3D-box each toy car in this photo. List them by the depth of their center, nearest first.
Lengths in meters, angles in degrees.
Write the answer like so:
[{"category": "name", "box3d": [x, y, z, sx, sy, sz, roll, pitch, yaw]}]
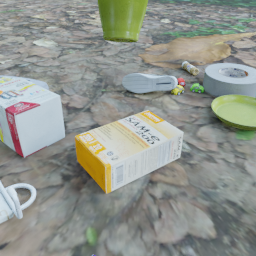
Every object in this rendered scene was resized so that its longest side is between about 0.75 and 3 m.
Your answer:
[{"category": "toy car", "box3d": [2.385, -1.642, 11.037, 1.244, 0.295, 1.321, 9, 34, 14]}]

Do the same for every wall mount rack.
[{"category": "wall mount rack", "box3d": [-3.376, 1.341, 5.710, 2.625, 0.979, 2.281, -24, 39, -34]}]

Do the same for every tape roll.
[{"category": "tape roll", "box3d": [4.064, -1.851, 10.982, 2.148, 0.710, 2.148, 0, 33, 0]}]

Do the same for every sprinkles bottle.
[{"category": "sprinkles bottle", "box3d": [2.807, -2.680, 12.630, 0.341, 0.341, 1.001, -11, 34, -17]}]

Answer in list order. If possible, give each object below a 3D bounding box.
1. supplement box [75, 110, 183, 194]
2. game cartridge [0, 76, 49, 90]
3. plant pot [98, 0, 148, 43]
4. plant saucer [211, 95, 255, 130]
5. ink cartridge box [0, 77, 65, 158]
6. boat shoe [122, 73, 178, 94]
[{"category": "supplement box", "box3d": [0.044, 0.480, 7.149, 2.349, 0.864, 1.480, -21, 39, -30]}, {"category": "game cartridge", "box3d": [-4.534, -1.412, 10.294, 2.865, 0.586, 1.907, 8, 23, 9]}, {"category": "plant pot", "box3d": [-0.145, -2.922, 7.160, 1.409, 1.356, 1.409, 3, 11, -1]}, {"category": "plant saucer", "box3d": [3.811, -0.490, 9.200, 2.131, 0.331, 2.131, 1, 32, 0]}, {"category": "ink cartridge box", "box3d": [-3.014, -0.382, 8.008, 1.959, 1.417, 1.424, 24, 40, 33]}, {"category": "boat shoe", "box3d": [0.857, -1.700, 10.859, 2.133, 0.769, 0.756, 6, 9, 15]}]
